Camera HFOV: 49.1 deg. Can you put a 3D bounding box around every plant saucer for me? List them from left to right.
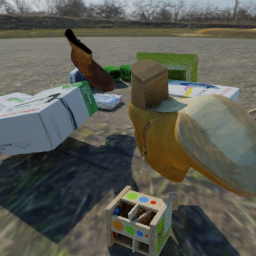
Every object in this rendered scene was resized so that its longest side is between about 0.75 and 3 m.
[{"bbox_3d":[1.419,-1.692,10.507,2.220,2.223,0.532,7,47,16],"label":"plant saucer"}]

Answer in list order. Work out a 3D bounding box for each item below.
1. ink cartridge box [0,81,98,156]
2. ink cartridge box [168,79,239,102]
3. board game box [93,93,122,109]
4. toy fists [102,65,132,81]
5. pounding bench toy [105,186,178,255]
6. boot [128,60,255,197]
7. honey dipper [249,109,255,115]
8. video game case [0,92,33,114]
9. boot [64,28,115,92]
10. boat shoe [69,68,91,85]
[{"bbox_3d":[-2.119,-0.318,7.357,1.713,0.970,2.336,-8,23,24],"label":"ink cartridge box"},{"bbox_3d":[1.892,-0.715,8.942,2.786,1.219,2.024,15,26,28],"label":"ink cartridge box"},{"bbox_3d":[-0.977,-1.091,11.143,1.175,0.256,1.181,8,23,17],"label":"board game box"},{"bbox_3d":[-0.406,-2.993,15.214,2.307,0.793,1.176,-10,31,-27],"label":"toy fists"},{"bbox_3d":[0.235,1.362,4.480,0.884,0.704,1.133,11,24,26],"label":"pounding bench toy"},{"bbox_3d":[0.988,0.374,4.678,1.059,2.154,3.008,-27,49,-16],"label":"boot"},{"bbox_3d":[4.567,-0.646,9.890,2.466,0.468,0.468,-19,29,-32],"label":"honey dipper"},{"bbox_3d":[-4.179,-0.664,9.980,2.840,0.336,2.585,15,27,32],"label":"video game case"},{"bbox_3d":[-1.075,-2.006,8.580,0.671,1.846,1.961,-41,-2,-10],"label":"boot"},{"bbox_3d":[-2.041,-2.766,14.461,1.290,1.005,2.842,2,29,4],"label":"boat shoe"}]
